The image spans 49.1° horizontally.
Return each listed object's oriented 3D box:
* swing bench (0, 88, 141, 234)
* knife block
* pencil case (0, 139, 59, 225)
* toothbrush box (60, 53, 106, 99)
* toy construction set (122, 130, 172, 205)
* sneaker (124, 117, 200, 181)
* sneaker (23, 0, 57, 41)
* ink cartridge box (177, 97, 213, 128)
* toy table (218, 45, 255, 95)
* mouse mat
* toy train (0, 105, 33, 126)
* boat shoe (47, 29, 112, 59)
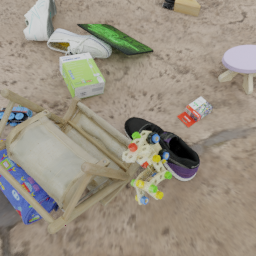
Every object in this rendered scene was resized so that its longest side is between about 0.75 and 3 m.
[{"bbox_3d":[-1.569,0.629,7.354,2.957,2.973,1.929,37,107,21],"label":"swing bench"},{"bbox_3d":[2.226,-5.237,12.007,1.249,0.455,1.423,-22,62,-12],"label":"knife block"},{"bbox_3d":[-2.969,1.374,7.654,1.122,1.008,2.584,-45,68,-7],"label":"pencil case"},{"bbox_3d":[-1.601,-1.819,9.704,1.111,0.657,1.526,-17,61,-24],"label":"toothbrush box"},{"bbox_3d":[0.396,0.831,6.547,0.915,1.985,1.302,21,59,35],"label":"toy construction set"},{"bbox_3d":[1.012,0.325,8.210,2.652,1.161,1.004,37,66,20],"label":"sneaker"},{"bbox_3d":[-3.581,-4.649,11.343,1.154,1.013,2.879,-6,57,5],"label":"sneaker"},{"bbox_3d":[2.215,-0.535,9.252,1.078,0.272,0.588,-33,64,-19],"label":"ink cartridge box"},{"bbox_3d":[4.053,-2.119,9.764,1.798,1.053,1.653,1,59,0],"label":"toy table"},{"bbox_3d":[-0.429,-3.379,10.506,2.498,0.094,2.010,34,33,20],"label":"mouse mat"},{"bbox_3d":[-3.693,-0.418,9.093,1.119,0.485,0.639,2,50,4],"label":"toy train"},{"bbox_3d":[-1.901,-2.898,10.301,2.537,0.937,1.082,21,60,15],"label":"boat shoe"}]
